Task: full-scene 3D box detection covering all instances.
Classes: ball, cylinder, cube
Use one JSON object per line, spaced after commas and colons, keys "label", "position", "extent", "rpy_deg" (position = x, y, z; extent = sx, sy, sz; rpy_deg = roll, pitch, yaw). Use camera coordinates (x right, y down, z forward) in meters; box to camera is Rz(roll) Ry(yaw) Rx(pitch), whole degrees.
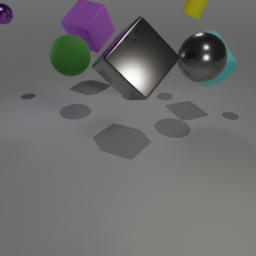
{"label": "ball", "position": [2.131, -2.023, 8.084], "extent": [1.400, 1.400, 1.400], "rpy_deg": [0, 29, 0]}
{"label": "cylinder", "position": [2.908, -2.456, 10.004], "extent": [1.400, 1.400, 1.400], "rpy_deg": [-12, 64, -20]}
{"label": "ball", "position": [-4.496, -4.086, 10.043], "extent": [0.700, 0.700, 0.700], "rpy_deg": [0, 29, 0]}
{"label": "cylinder", "position": [2.333, -4.287, 9.730], "extent": [0.700, 0.700, 0.700], "rpy_deg": [16, 33, -11]}
{"label": "ball", "position": [-2.003, -2.509, 9.732], "extent": [1.400, 1.400, 1.400], "rpy_deg": [0, 29, 0]}
{"label": "cube", "position": [0.152, -1.673, 7.147], "extent": [1.400, 1.400, 1.400], "rpy_deg": [-51, 17, -8]}
{"label": "cube", "position": [-1.650, -4.288, 11.791], "extent": [1.400, 1.400, 1.400], "rpy_deg": [25, 73, 27]}
